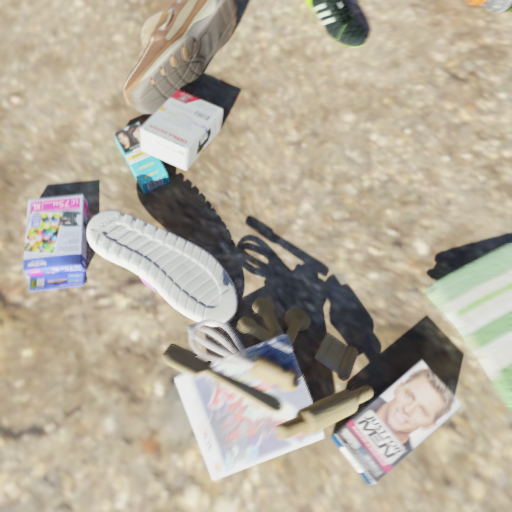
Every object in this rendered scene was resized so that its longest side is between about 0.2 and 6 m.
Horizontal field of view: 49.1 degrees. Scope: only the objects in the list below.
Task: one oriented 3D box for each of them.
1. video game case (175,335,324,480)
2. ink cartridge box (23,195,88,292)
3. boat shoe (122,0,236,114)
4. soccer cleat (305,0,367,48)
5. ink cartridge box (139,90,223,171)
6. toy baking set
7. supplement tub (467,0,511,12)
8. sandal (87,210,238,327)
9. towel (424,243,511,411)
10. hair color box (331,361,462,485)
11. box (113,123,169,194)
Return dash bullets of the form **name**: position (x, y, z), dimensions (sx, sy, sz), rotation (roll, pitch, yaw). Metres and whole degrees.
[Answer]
- **video game case**: position (-0.092, 2.066, 7.669), dimensions (1.648, 0.189, 1.501), rotation (-21, 88, 0)
- **ink cartridge box**: position (-3.220, -0.223, 9.016), dimensions (0.925, 0.325, 1.550), rotation (-5, 68, -2)
- **boat shoe**: position (-1.519, -3.781, 10.192), dimensions (1.123, 1.184, 3.127), rotation (24, 59, 14)
- **soccer cleat**: position (1.501, -4.724, 10.757), dimensions (0.605, 0.726, 1.791), rotation (-30, 70, -13)
- **ink cartridge box**: position (-1.273, -2.151, 9.549), dimensions (0.920, 0.523, 1.262), rotation (25, 53, 9)
- **toy baking set**: position (0.226, 1.506, 7.563), dimensions (2.867, 0.334, 2.201), rotation (-13, 46, -45)
- **supplement tub**: position (5.193, -5.355, 10.760), dimensions (2.020, 1.238, 1.238), rotation (-1, 66, -1)
- **sandal**: position (-1.397, 0.177, 8.646), dimensions (2.590, 0.637, 1.054), rotation (36, 61, -2)
- **towel**: position (3.958, 1.139, 8.348), dimensions (1.915, 0.294, 2.511), rotation (-23, 66, -18)
- **hair color box**: position (1.938, 2.303, 7.787), dimensions (1.652, 0.500, 0.826), rotation (-36, 71, -14)
- **box**: position (-1.980, -1.695, 9.659), dimensions (0.498, 0.297, 1.209), rotation (-27, 69, -11)
